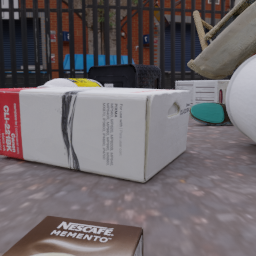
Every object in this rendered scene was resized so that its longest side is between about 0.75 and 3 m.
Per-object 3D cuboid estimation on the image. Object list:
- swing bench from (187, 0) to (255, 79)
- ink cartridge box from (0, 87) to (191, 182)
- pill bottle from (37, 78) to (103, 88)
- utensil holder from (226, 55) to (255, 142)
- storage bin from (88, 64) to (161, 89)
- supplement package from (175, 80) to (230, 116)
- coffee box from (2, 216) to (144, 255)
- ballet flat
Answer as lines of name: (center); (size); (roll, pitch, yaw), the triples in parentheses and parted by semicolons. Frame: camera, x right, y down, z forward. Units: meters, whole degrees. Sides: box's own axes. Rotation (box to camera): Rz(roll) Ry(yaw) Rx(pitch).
swing bench: (2.735, -2.545, 6.690); (1.472, 2.270, 2.258); (24, -35, -18)
ink cartridge box: (-0.544, -0.112, 5.038); (2.888, 1.209, 2.084); (5, 11, 27)
pill bottle: (-1.600, -0.672, 7.804); (1.405, 1.405, 2.498); (3, 10, 16)
utensil holder: (2.903, -0.406, 4.775); (1.999, 1.999, 2.352); (2, 12, 9)
storage bin: (-0.224, -1.448, 10.910); (1.338, 1.929, 2.854); (-9, 13, -43)
supplement package: (3.419, -1.231, 11.265); (2.471, 1.370, 1.924); (-10, 13, -40)
coffee box: (-0.375, 0.900, 1.240); (0.679, 0.473, 1.188); (2, 10, 14)
ballet flat: (2.955, -0.382, 8.766); (2.165, 0.804, 0.804); (2, 10, 3)
